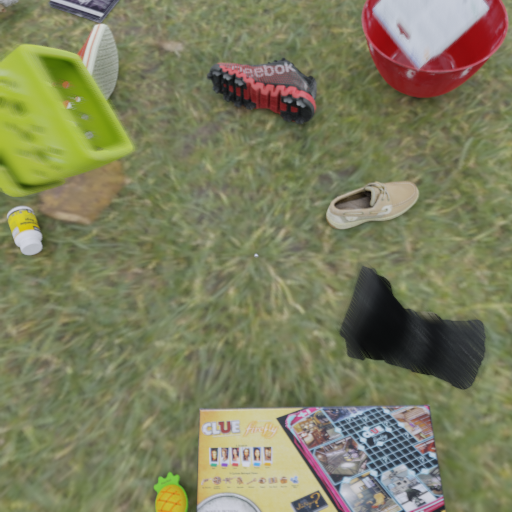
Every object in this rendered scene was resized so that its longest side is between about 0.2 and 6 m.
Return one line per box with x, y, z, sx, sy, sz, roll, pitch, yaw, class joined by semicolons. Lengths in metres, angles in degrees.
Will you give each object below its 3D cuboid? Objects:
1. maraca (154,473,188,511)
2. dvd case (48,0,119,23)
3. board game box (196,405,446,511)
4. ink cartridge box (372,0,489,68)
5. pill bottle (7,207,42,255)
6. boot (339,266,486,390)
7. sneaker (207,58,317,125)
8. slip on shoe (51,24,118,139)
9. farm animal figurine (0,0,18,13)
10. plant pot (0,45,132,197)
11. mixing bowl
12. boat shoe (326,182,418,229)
-1.217;3.444;7.939;0.485;0.378;0.707;-24;52;0;maraca
-3.770;-6.281;13.147;1.378;0.148;1.853;21;64;11;dvd case
0.868;3.313;7.869;3.377;0.584;2.288;0;62;0;board game box
2.665;-3.808;8.643;1.242;1.265;0.274;54;33;5;ink cartridge box
-4.075;-0.437;9.911;0.455;0.455;0.809;-23;66;-12;pill bottle
1.638;0.753;5.715;1.383;1.850;0.696;14;71;18;boot
0.195;-3.492;11.312;2.305;0.815;1.126;19;64;7;sneaker
-3.536;-3.316;11.084;0.986;1.194;3.223;9;67;10;slip on shoe
-6.546;-5.432;12.243;2.111;1.101;2.088;16;50;9;farm animal figurine
-2.947;-1.766;7.761;1.496;1.641;1.649;-26;100;14;plant pot
3.426;-4.206;11.257;2.705;1.465;2.705;-2;64;4;mixing bowl
2.147;-1.007;10.133;1.805;0.586;0.651;-17;64;-8;boat shoe
